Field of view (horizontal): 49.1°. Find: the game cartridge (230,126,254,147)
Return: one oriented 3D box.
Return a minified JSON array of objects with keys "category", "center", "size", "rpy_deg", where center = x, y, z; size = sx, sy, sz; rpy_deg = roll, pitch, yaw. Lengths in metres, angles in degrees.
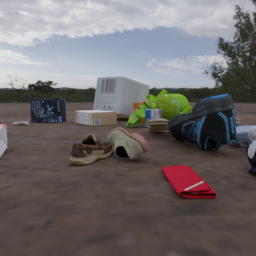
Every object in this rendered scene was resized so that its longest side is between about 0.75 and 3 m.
[{"category":"game cartridge","center":[4.033,0.219,7.701],"size":[2.478,0.501,1.652],"rpy_deg":[1,3,9]}]

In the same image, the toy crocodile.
[{"category":"toy crocodile","center":[0.570,-0.728,11.694],"size":[2.019,0.623,0.681],"rpy_deg":[-44,-6,-32]}]

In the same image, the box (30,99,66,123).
[{"category":"box","center":[-3.880,-0.855,13.682],"size":[1.525,1.132,0.816],"rpy_deg":[0,7,3]}]

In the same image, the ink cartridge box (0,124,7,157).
[{"category":"ink cartridge box","center":[-3.788,0.285,6.187],"size":[1.934,0.653,1.126],"rpy_deg":[0,7,-15]}]

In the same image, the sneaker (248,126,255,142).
[{"category":"sneaker","center":[3.720,-0.008,5.375],"size":[1.081,1.438,2.886],"rpy_deg":[-7,8,-32]}]

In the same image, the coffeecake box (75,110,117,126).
[{"category":"coffeecake box","center":[-1.482,-0.480,12.762],"size":[1.266,0.603,1.650],"rpy_deg":[-5,8,-35]}]

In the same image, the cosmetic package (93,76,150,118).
[{"category":"cosmetic package","center":[-0.325,-1.583,15.035],"size":[1.904,1.906,2.310],"rpy_deg":[7,-1,40]}]

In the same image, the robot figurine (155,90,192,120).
[{"category":"robot figurine","center":[2.397,-1.169,15.235],"size":[2.079,1.371,2.369],"rpy_deg":[41,28,29]}]

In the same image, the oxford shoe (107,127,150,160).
[{"category":"oxford shoe","center":[-0.161,0.348,6.057],"size":[0.540,0.518,1.462],"rpy_deg":[-37,20,-23]}]

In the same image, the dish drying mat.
[{"category":"dish drying mat","center":[0.873,0.778,4.279],"size":[0.520,0.123,1.355],"rpy_deg":[-1,7,-2]}]

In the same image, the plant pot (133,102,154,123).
[{"category":"plant pot","center":[0.743,-0.749,13.502],"size":[1.055,0.966,1.055],"rpy_deg":[1,7,0]}]

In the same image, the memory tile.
[{"category":"memory tile","center":[2.015,-0.108,9.179],"size":[2.768,0.232,2.121],"rpy_deg":[-1,-7,6]}]

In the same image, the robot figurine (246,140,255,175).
[{"category":"robot figurine","center":[2.439,0.494,4.697],"size":[0.619,0.745,0.992],"rpy_deg":[16,3,-12]}]

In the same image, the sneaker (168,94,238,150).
[{"category":"sneaker","center":[1.744,0.089,7.002],"size":[0.992,1.110,2.710],"rpy_deg":[-11,-10,-11]}]

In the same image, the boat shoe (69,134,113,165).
[{"category":"boat shoe","center":[-0.734,0.383,5.901],"size":[0.523,0.522,1.449],"rpy_deg":[3,7,25]}]

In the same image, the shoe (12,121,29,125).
[{"category":"shoe","center":[-4.725,-0.222,12.328],"size":[0.751,0.200,0.263],"rpy_deg":[0,7,3]}]

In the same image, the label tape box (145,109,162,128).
[{"category":"label tape box","center":[1.172,-0.418,11.678],"size":[1.028,0.741,0.325],"rpy_deg":[-6,9,-43]}]
